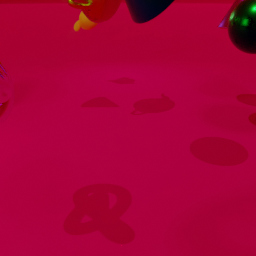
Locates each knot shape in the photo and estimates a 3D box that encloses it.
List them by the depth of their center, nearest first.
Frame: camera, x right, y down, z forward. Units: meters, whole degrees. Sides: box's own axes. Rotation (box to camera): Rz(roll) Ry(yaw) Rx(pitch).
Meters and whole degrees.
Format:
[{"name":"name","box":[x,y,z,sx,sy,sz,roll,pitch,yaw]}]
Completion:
[{"name":"knot shape","box":[-1.649,-0.733,2.947,0.689,1.491,1.395,-12,69,-19]}]

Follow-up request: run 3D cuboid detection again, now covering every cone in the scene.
[{"name":"cone","box":[0.040,-2.333,3.786,1.254,1.250,1.250,29,9,-34]},{"name":"cone","box":[3.131,-3.287,7.402,1.268,1.273,1.268,4,20,-1]}]

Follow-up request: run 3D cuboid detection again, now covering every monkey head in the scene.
[{"name":"monkey head","box":[-1.352,-3.827,9.451,1.293,0.930,0.779,-26,8,41]}]

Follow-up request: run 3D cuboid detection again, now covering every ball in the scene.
[{"name":"ball","box":[2.787,-2.216,6.012,1.228,1.228,1.228,0,26,0]}]

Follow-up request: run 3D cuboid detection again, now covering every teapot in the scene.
[{"name":"teapot","box":[-0.704,-3.272,6.739,0.996,1.265,2.034,34,51,7]}]
